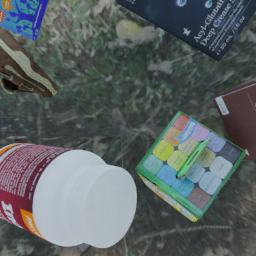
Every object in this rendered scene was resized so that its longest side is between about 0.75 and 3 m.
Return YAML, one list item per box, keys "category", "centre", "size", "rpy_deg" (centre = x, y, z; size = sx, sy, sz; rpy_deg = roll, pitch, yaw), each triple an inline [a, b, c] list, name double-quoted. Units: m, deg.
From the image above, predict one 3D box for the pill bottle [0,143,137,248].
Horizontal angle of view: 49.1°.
- category: "pill bottle"
  centre: [-1.393, 1.200, 5.357]
  size: [2.984, 1.685, 1.685]
  rpy_deg: [2, 76, 40]

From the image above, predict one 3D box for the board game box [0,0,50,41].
- category: "board game box"
  centre: [-2.599, -2.799, 6.098]
  size: [1.597, 1.215, 0.359]
  rpy_deg: [20, 39, -18]

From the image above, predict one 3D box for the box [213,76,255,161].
- category: "box"
  centre: [2.933, -0.400, 5.330]
  size: [1.743, 1.431, 1.446]
  rpy_deg: [-27, 92, -20]

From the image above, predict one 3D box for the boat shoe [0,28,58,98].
- category: "boat shoe"
  centre: [-2.237, -1.091, 5.757]
  size: [0.851, 2.300, 0.849]
  rpy_deg: [-43, 72, -6]

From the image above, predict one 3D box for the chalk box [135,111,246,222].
- category: "chalk box"
  centre: [1.194, 0.796, 5.606]
  size: [1.481, 2.393, 1.489]
  rpy_deg: [35, 78, 21]

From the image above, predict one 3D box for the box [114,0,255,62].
- category: "box"
  centre: [1.305, -3.173, 6.062]
  size: [2.891, 1.548, 2.145]
  rpy_deg: [20, 117, -24]
